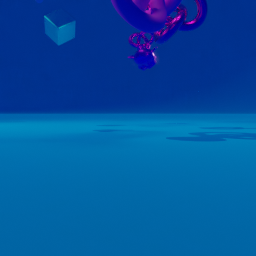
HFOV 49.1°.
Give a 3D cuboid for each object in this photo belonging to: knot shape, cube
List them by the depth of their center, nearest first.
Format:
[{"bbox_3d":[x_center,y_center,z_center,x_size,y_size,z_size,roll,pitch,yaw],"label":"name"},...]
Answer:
[{"bbox_3d":[0.449,-2.868,5.296,0.942,1.907,2.038,16,28,22],"label":"knot shape"},{"bbox_3d":[1.245,-3.127,7.979,1.771,1.657,0.818,16,-15,26],"label":"knot shape"},{"bbox_3d":[-2.337,-3.473,9.644,0.751,0.751,0.751,-39,-16,-30],"label":"cube"},{"bbox_3d":[0.676,-3.767,12.030,1.072,1.145,0.529,-41,0,21],"label":"knot shape"}]

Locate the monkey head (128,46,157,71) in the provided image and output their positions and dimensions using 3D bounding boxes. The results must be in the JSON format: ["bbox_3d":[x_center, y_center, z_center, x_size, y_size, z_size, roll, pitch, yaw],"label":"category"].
[{"bbox_3d":[0.737,-2.899,11.402,1.409,0.849,1.014,-9,31,37],"label":"monkey head"}]

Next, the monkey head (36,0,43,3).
[{"bbox_3d":[-2.379,-3.846,6.945,0.907,1.261,0.760,-21,44,8],"label":"monkey head"}]
